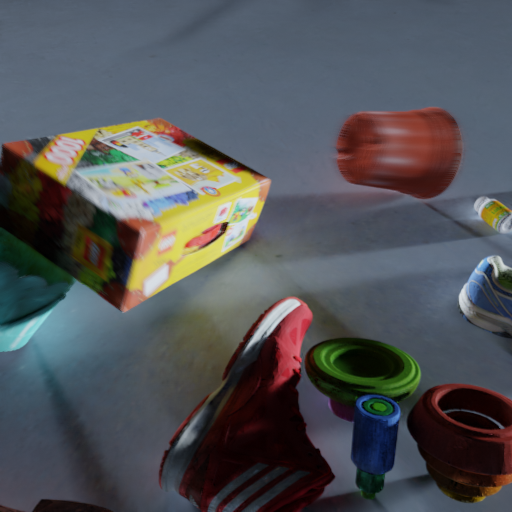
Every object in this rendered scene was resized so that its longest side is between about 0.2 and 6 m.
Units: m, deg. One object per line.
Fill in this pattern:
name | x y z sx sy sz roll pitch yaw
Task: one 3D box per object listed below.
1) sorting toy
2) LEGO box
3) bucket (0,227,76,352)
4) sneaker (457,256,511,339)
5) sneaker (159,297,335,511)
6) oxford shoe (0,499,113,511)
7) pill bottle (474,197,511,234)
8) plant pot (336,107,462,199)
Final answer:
sorting toy | 1.792 2.147 6.949 1.795 1.226 2.987 -15 25 -43
LEGO box | -1.907 -0.946 9.448 2.751 1.426 3.694 31 31 17
bucket | -3.874 0.324 8.266 2.113 1.375 2.113 33 8 -5
sneaker | 4.551 0.879 8.463 2.820 1.086 1.068 19 39 21
sneaker | 0.364 2.021 7.132 1.811 1.228 3.135 26 56 18
oxford shoe | -2.880 3.100 5.578 2.970 1.051 1.096 -1 39 0
pill bottle | 4.787 -0.845 11.251 0.462 0.462 0.832 -13 39 -17
plant pot | 2.771 -2.129 11.388 1.865 1.918 1.918 -2 34 -27
